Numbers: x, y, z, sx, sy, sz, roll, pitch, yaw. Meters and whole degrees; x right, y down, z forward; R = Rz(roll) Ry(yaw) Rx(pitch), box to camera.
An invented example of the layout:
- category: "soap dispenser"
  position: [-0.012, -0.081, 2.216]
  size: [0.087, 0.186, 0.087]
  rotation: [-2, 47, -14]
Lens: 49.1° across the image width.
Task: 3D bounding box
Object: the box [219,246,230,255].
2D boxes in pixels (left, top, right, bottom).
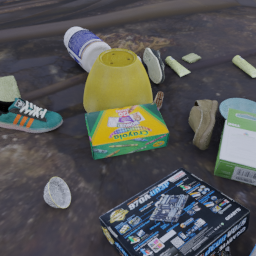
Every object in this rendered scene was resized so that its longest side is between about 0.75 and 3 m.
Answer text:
- category: "box"
  position: [2.132, 3.106, 6.170]
  size: [0.152, 0.483, 0.878]
  rotation: [8, 41, 9]

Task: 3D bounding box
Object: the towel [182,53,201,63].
- category: "towel"
  position: [3.143, -3.479, 13.891]
  size: [0.848, 0.155, 0.629]
  rotation: [-28, 48, -28]

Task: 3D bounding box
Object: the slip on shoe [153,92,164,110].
- category: "slip on shoe"
  position: [1.160, -1.014, 11.023]
  size: [0.349, 0.278, 0.918]
  rotation: [19, 61, -1]

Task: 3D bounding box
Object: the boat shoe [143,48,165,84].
- category: "boat shoe"
  position: [1.334, -2.842, 12.687]
  size: [0.802, 0.851, 2.371]
  rotation: [9, 42, -21]

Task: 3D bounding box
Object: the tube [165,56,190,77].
- category: "tube"
  position: [2.259, -2.849, 13.072]
  size: [0.371, 0.414, 1.427]
  rotation: [18, 26, -45]

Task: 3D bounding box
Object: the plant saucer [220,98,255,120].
- category: "plant saucer"
  position: [4.243, -0.426, 10.236]
  size: [1.857, 0.357, 1.857]
  rotation: [2, 40, -2]

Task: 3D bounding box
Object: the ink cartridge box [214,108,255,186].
- category: "ink cartridge box"
  position: [3.639, 0.512, 8.890]
  size: [1.341, 0.766, 2.582]
  rotation: [14, 43, 15]

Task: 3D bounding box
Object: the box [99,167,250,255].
- category: "box"
  position: [1.069, 2.247, 6.651]
  size: [2.807, 0.646, 2.231]
  rotation: [-25, 33, -27]

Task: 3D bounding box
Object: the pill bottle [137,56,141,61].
- category: "pill bottle"
  position: [0.011, -2.912, 12.873]
  size: [1.179, 0.655, 0.655]
  rotation: [-24, 47, -26]

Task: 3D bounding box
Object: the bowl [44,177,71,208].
- category: "bowl"
  position: [-1.983, 1.800, 7.546]
  size: [0.413, 0.881, 0.881]
  rotation: [-27, 38, 17]

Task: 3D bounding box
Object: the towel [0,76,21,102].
- category: "towel"
  position: [-5.264, -1.354, 11.269]
  size: [1.762, 0.433, 2.375]
  rotation: [-14, 43, -17]

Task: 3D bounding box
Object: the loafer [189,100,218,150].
- category: "loafer"
  position: [2.499, -0.176, 9.603]
  size: [0.879, 0.991, 2.606]
  rotation: [13, 33, 16]

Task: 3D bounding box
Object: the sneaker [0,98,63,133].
- category: "sneaker"
  position: [-3.597, -0.501, 9.861]
  size: [2.515, 1.005, 0.898]
  rotation: [4, 42, 4]

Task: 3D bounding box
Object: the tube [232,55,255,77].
- category: "tube"
  position: [5.492, -2.809, 13.000]
  size: [0.458, 0.410, 1.578]
  rotation: [-42, 49, 12]

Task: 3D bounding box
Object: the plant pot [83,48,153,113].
- category: "plant pot"
  position: [-0.382, -1.779, 10.547]
  size: [2.760, 1.959, 2.760]
  rotation: [0, 43, 0]

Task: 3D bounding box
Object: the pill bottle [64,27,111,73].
- category: "pill bottle"
  position: [-1.940, -3.702, 13.116]
  size: [1.517, 1.517, 2.622]
  rotation: [-22, 46, -23]

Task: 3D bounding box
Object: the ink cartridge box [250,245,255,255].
- category: "ink cartridge box"
  position: [4.057, 2.343, 6.047]
  size: [1.789, 1.758, 2.430]
  rotation: [30, 50, 30]

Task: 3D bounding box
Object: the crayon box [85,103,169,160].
- category: "crayon box"
  position: [-0.068, 0.062, 9.337]
  size: [2.504, 0.729, 1.487]
  rotation: [-10, 48, -11]
